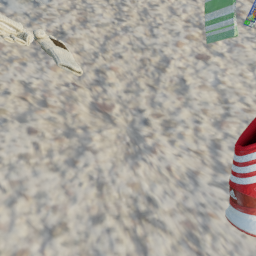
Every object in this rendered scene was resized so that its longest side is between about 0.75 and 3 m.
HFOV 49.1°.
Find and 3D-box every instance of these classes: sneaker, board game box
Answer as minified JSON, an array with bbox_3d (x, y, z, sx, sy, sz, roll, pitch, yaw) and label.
[{"bbox_3d":[2.408,0.418,3.386,2.498,1.443,0.979,-7,14,-17],"label":"sneaker"},{"bbox_3d":[3.340,-3.225,6.967,0.246,0.965,1.426,28,49,14],"label":"board game box"}]

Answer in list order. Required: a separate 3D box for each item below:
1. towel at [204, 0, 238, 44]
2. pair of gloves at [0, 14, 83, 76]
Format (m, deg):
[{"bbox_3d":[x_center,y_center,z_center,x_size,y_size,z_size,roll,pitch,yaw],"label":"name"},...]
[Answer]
[{"bbox_3d":[2.398,-2.907,7.261,0.146,1.249,0.953,-12,9,-36],"label":"towel"},{"bbox_3d":[-1.923,-1.841,5.647,0.349,1.993,1.694,-56,40,14],"label":"pair of gloves"}]
